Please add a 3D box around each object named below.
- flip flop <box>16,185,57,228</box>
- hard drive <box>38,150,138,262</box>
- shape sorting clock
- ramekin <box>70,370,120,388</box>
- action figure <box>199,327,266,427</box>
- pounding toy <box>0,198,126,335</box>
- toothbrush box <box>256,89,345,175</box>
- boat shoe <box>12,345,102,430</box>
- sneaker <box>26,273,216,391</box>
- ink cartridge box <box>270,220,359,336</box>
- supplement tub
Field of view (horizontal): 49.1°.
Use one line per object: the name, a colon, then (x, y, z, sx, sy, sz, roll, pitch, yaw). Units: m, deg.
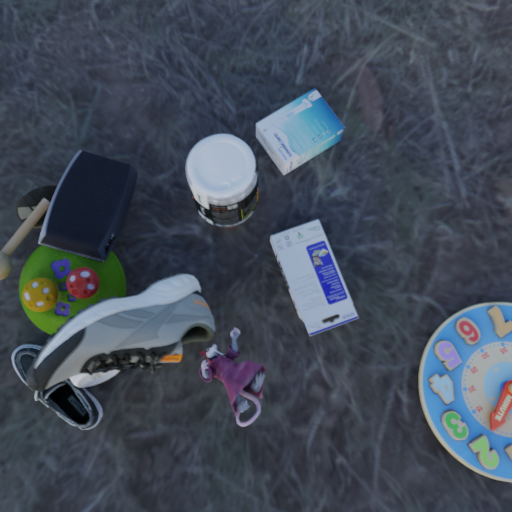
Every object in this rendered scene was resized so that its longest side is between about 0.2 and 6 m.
flip flop: (-3.627, -1.078, 10.992, 2.095, 0.603, 0.850, -25, 72, -10)
hard drive: (-3.068, -0.989, 10.335, 1.360, 0.427, 2.016, 16, 64, -6)
shape sorting clock: (4.547, 2.382, 10.075, 3.178, 0.623, 3.178, 0, 75, 0)
ramekin: (-2.873, 1.943, 9.959, 1.022, 1.022, 0.476, -26, 69, -7)
action figure: (-0.421, 2.008, 9.708, 0.991, 1.102, 1.480, -32, 36, -26)
pounding toy: (-3.623, 0.380, 10.035, 2.534, 1.176, 1.956, 42, 87, -2)
toothbrush box: (0.869, -2.502, 11.336, 1.459, 0.622, 1.068, -33, 78, -8)
boat shoe: (-3.657, 2.342, 10.041, 0.761, 0.704, 2.061, -43, 79, -10)
sneaker: (-2.080, 1.393, 9.314, 3.462, 1.279, 1.373, -23, 71, -39)
ink cartridge box: (1.086, 0.427, 10.701, 1.034, 0.407, 2.078, -18, 75, -5)
supplement tub: (-0.578, -1.270, 10.287, 1.245, 2.033, 1.245, 0, 75, 0)
